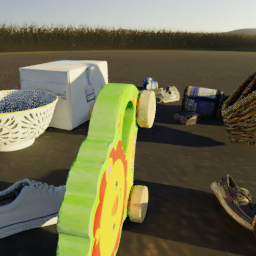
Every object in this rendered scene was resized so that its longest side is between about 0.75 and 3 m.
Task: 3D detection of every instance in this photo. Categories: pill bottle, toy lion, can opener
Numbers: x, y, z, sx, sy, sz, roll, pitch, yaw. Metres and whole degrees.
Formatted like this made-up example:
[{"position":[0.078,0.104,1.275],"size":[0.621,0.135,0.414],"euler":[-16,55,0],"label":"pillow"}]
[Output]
[{"position":[3.075,-0.988,10.808],"size":[1.865,1.043,1.043],"euler":[12,22,16],"label":"pill bottle"},{"position":[-0.262,0.667,3.999],"size":[0.925,2.694,2.582],"euler":[5,1,12],"label":"toy lion"},{"position":[1.247,-1.424,13.073],"size":[2.639,0.704,0.882],"euler":[-11,-10,-28],"label":"can opener"}]

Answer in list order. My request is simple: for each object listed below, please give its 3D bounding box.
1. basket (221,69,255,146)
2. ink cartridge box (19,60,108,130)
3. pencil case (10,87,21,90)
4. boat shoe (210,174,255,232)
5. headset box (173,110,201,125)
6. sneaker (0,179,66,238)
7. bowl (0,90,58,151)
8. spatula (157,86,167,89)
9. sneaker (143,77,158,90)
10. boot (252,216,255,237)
[{"position":[3.894,-1.064,8.302],"size":[2.012,2.100,2.819],"euler":[5,38,43],"label":"basket"},{"position":[-2.266,-1.389,10.529],"size":[2.064,2.028,2.803],"euler":[8,21,21],"label":"ink cartridge box"},{"position":[-4.235,-1.114,11.564],"size":[0.943,0.943,2.133],"euler":[-18,24,-41],"label":"pencil case"},{"position":[1.976,1.287,5.072],"size":[0.525,0.473,1.460],"euler":[33,11,-14],"label":"boat shoe"},{"position":[2.184,-0.390,10.272],"size":[0.645,0.335,0.867],"euler":[-9,20,-25],"label":"headset box"},{"position":[-1.633,1.272,4.901],"size":[2.109,0.747,0.770],"euler":[-14,24,-34],"label":"sneaker"},{"position":[-3.434,-0.176,8.130],"size":[2.866,1.345,2.866],"euler":[-1,19,0],"label":"bowl"},{"position":[2.010,-2.282,15.950],"size":[1.393,0.143,0.394],"euler":[17,25,39],"label":"spatula"},{"position":[1.102,-2.486,15.837],"size":[0.698,0.628,1.698],"euler":[-7,20,-14],"label":"sneaker"},{"position":[2.832,1.517,4.499],"size":[1.877,0.727,1.298],"euler":[15,16,4],"label":"boot"}]
